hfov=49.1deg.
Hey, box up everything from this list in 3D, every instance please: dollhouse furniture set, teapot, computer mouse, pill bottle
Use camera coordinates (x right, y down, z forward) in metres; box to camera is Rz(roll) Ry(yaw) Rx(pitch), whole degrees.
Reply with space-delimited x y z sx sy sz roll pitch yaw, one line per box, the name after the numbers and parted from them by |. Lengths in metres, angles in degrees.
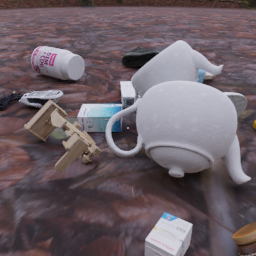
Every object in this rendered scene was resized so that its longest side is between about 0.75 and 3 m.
-1.734 0.384 7.622 1.077 1.261 2.434 -48 40 -1 | dollhouse furniture set
1.244 0.229 6.758 2.630 2.596 1.921 -6 59 44 | teapot
-3.597 -1.028 10.563 2.431 0.533 1.333 1 23 13 | computer mouse
-3.328 -3.066 13.339 2.418 1.371 1.371 18 34 31 | pill bottle
1.286 -1.397 8.581 2.239 1.657 2.269 -37 3 -13 | teapot

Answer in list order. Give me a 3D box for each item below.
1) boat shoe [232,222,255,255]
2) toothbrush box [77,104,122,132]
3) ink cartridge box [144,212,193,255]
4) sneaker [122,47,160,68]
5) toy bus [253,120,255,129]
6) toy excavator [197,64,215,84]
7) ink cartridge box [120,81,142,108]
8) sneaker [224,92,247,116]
2.849 1.864 5.104 2.266 0.798 0.797 -20 72 -27 | boat shoe
-0.882 -0.346 9.185 1.374 0.586 1.006 0 29 1 | toothbrush box
0.708 2.012 4.916 0.561 0.552 0.763 18 33 29 | ink cartridge box
1.095 -3.857 15.167 2.618 1.001 1.500 2 35 16 | sneaker
4.259 -0.022 8.959 0.299 0.248 0.763 -4 29 -5 | toy bus
2.854 -2.294 12.238 2.879 1.438 2.800 9 29 -11 | toy excavator
0.573 -1.396 11.297 1.715 0.602 2.110 -2 21 -4 | ink cartridge box
2.440 -0.913 9.709 2.977 1.097 1.721 -10 33 -16 | sneaker
